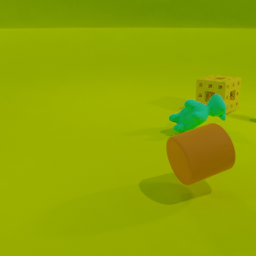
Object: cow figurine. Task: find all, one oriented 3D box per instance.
[{"bbox_3d":[1.998,-0.375,7.772,1.371,1.394,0.765,3,55,-43],"label":"cow figurine"}]

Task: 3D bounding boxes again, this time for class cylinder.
[{"bbox_3d":[1.286,0.460,5.054,0.900,0.900,0.900,-18,26,-14],"label":"cylinder"}]

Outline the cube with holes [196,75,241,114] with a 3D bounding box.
[{"bbox_3d":[3.094,-1.173,9.642,1.074,1.074,1.074,-20,26,-40],"label":"cube with holes"}]
